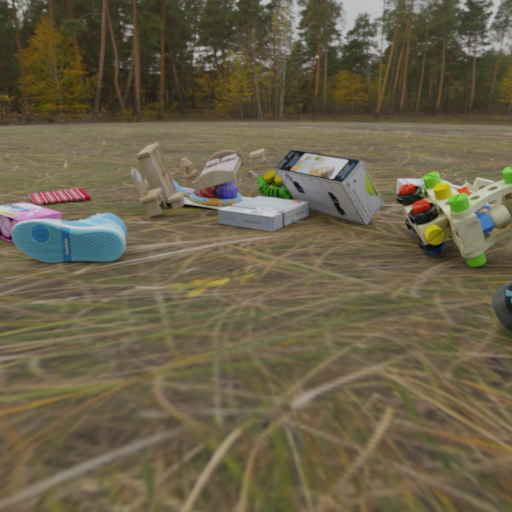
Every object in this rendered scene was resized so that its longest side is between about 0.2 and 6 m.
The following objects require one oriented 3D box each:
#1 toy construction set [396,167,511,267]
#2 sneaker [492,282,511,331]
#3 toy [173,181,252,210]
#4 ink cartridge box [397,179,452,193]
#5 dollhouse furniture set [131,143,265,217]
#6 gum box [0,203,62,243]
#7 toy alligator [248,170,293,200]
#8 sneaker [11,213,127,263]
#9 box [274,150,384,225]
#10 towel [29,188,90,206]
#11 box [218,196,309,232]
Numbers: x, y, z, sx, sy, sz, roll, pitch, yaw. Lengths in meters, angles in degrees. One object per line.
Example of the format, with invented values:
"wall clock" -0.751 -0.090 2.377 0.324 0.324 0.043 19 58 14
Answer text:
"toy construction set" 4.221 -0.969 11.002 2.455 1.725 3.744 -22 6 11
"sneaker" 4.402 0.480 7.243 2.464 0.902 1.009 -12 -17 -12
"toy" -1.354 -1.826 15.488 3.096 0.731 1.783 6 19 20
"ink cartridge box" 4.706 -1.837 15.799 1.333 0.554 0.977 1 17 4
"dollhouse furniture set" -1.424 -2.403 14.294 2.919 1.425 2.490 -15 23 14
"gum box" -5.017 -0.704 12.071 1.724 0.570 0.978 14 21 38
"toy alligator" 0.399 -2.007 16.280 2.501 0.742 0.679 20 67 49
"sneaker" -3.481 -0.407 10.794 2.063 0.820 1.347 8 19 -5
"box" 1.743 -1.710 13.648 0.746 1.447 2.480 -49 36 -14
"towel" -5.568 -1.661 15.905 1.529 0.172 1.105 -11 22 -26
"box" 0.210 -1.048 13.526 1.484 0.392 1.904 10 21 28
